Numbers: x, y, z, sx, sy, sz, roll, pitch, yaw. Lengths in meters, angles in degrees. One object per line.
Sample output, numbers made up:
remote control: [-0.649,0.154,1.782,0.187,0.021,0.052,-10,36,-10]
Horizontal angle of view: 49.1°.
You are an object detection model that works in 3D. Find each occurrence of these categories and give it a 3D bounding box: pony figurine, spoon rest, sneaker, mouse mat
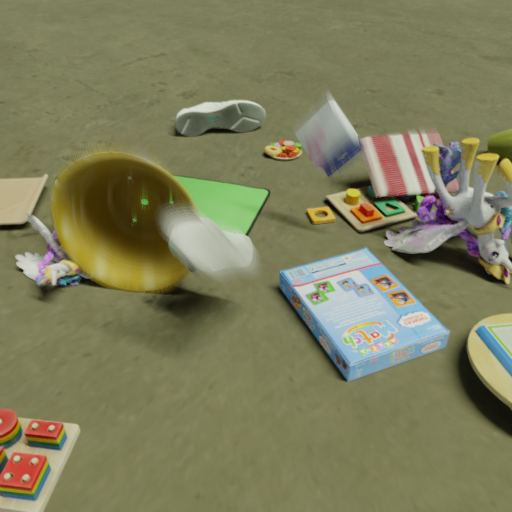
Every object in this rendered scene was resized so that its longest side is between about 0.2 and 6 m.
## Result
pony figurine: [-3.811,-0.017,10.955,1.574,1.358,1.631,36,34,27]
spoon rest: [5.273,-0.601,11.305,0.806,1.321,2.658,-23,51,-37]
sneaker: [-1.057,-0.122,8.964,1.251,0.780,2.120,1,-7,26]
mouse mat: [-1.402,-1.209,13.366,3.090,0.116,2.487,11,38,13]
sneaker: [-1.091,-4.279,16.857,2.730,0.960,1.094,-5,34,-6]
pony figurine: [4.100,-0.913,11.266,2.287,2.746,2.651,-27,27,-21]

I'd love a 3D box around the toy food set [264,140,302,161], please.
toy food set: [0.783,-2.958,15.628,0.999,0.243,0.989,16,39,21]

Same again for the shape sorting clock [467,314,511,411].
shape sorting clock: [4.752,1.831,8.787,2.828,0.555,2.828,2,31,-1]

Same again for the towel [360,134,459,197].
towel: [3.687,-2.187,13.549,2.261,0.257,1.628,-6,69,-18]

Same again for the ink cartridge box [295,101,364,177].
ink cartridge box: [1.462,-2.334,11.312,0.244,1.107,1.127,-23,79,-45]

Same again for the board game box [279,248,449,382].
board game box: [1.841,0.931,10.094,1.955,0.473,2.585,-14,38,-18]

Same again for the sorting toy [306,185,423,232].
sorting toy: [2.671,-1.245,13.122,3.030,0.413,1.706,-15,39,-20]

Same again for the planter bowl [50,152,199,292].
planter bowl: [-2.259,-0.809,10.528,2.821,2.821,1.175,5,32,7]

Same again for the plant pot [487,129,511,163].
plant pot: [6.921,-2.954,15.071,1.192,1.115,1.115,6,32,40]

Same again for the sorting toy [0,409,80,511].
sorting toy: [-3.337,2.721,7.645,1.351,0.473,1.359,4,37,6]

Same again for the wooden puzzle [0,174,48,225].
wooden puzzle: [-6.148,-1.229,13.193,2.186,0.407,2.022,-6,37,-1]
